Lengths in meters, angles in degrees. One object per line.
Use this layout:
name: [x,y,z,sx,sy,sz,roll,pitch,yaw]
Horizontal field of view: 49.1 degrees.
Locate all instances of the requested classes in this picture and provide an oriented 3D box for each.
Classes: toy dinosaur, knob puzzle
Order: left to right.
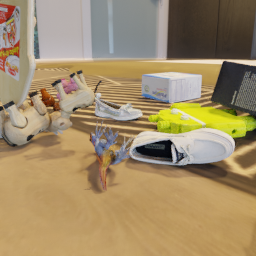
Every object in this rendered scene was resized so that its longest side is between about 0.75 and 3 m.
knob puzzle: [-2.848,-1.832,7.003,0.452,3.260,3.260,-9,19,-41]
toy dinosaur: [-0.569,0.448,5.734,1.664,0.874,1.510,-53,11,-31]

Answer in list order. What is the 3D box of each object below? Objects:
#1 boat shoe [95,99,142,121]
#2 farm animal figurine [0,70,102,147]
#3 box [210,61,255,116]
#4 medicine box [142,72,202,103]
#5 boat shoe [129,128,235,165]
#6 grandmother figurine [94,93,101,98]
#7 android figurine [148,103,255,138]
boat shoe: [-0.355,-0.627,9.443,1.793,0.575,0.661,10,20,31]
farm animal figurine: [-2.113,-0.316,7.137,2.515,1.326,2.543,-33,15,-34]
box: [4.223,-1.008,8.362,2.295,1.370,2.333,5,15,-36]
medicine box: [1.985,-1.914,12.840,2.056,1.058,1.873,-12,20,-35]
boat shoe: [1.050,0.430,5.732,2.116,0.761,0.695,5,22,18]
grandmother figurine: [-1.726,-1.504,12.826,0.974,0.295,0.591,1,15,6]
android figurine: [2.078,-0.212,8.109,2.915,0.599,2.653,-2,17,-14]
